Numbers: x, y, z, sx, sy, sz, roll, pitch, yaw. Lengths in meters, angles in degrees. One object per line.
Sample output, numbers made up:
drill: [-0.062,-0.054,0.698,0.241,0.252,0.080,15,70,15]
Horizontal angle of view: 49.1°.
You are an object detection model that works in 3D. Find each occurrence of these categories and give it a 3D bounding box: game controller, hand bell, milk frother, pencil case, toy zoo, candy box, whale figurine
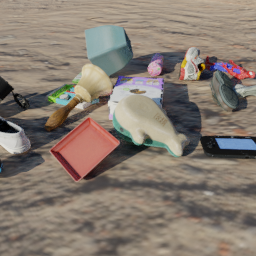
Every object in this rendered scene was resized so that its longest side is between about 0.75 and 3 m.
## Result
game controller: [3.443,0.583,8.923,2.192,0.462,1.144,2,35,2]
hand bell: [-2.059,-0.973,10.611,1.543,1.543,2.964,22,56,29]
milk frother: [-4.884,-0.955,10.656,1.635,1.475,1.538,36,77,7]
pencil case: [1.449,-3.291,14.418,0.721,0.721,1.648,7,36,9]
toy zoo: [-2.189,-1.354,11.981,2.176,0.223,1.428,14,36,19]
candy box: [0.394,-1.199,11.198,1.976,0.843,2.356,5,34,7]
whale figurine: [0.682,0.078,9.233,2.634,1.367,2.095,35,41,6]

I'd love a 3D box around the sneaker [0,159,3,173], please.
sneaker: [-4.385,1.122,7.482,1.938,0.710,0.794,-11,19,-32]

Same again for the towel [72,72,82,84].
towel: [-2.011,-2.459,13.691,0.998,0.205,1.338,9,37,16]

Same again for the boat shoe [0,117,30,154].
boat shoe: [-4.334,0.013,9.358,2.630,0.901,0.947,26,42,33]

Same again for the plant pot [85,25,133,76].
plant pot: [-0.771,-3.700,13.014,1.783,1.745,1.750,-17,63,14]

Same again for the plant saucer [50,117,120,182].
plant saucer: [-1.295,0.640,8.464,1.671,0.307,1.668,-42,52,-14]

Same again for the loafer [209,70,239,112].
loafer: [3.938,-1.415,11.754,0.997,0.873,2.775,29,37,-12]

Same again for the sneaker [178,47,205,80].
sneaker: [3.309,-3.137,14.054,1.113,1.054,2.708,14,46,13]

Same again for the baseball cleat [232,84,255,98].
baseball cleat: [5.267,-1.703,12.203,1.604,0.559,0.854,-6,35,-10]

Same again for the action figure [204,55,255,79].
action figure: [5.034,-3.038,14.118,2.810,0.726,0.919,31,42,33]
